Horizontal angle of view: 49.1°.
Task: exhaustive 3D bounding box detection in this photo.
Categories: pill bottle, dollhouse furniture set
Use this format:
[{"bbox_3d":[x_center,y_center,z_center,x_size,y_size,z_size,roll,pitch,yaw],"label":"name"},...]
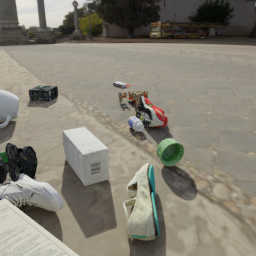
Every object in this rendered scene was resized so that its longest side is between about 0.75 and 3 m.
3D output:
[{"bbox_3d":[0.332,-0.147,11.444,0.460,0.460,0.821,-8,24,-19],"label":"pill bottle"},{"bbox_3d":[0.358,-1.534,14.858,1.501,0.773,1.485,-6,11,-15],"label":"dollhouse furniture set"}]

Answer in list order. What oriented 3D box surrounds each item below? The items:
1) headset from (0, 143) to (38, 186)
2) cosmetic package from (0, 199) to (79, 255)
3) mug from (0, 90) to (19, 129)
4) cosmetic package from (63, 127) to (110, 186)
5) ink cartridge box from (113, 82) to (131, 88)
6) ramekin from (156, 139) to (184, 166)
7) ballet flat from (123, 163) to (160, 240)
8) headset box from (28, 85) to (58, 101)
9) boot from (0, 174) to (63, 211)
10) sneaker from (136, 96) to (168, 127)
[{"bbox_3d":[-3.322,0.869,7.642,1.739,1.323,2.817,-12,12,-29],"label":"headset"},{"bbox_3d":[-1.905,2.271,4.638,2.335,1.019,1.207,19,30,38],"label":"cosmetic package"},{"bbox_3d":[-5.636,-0.754,11.972,1.729,1.456,1.972,4,50,-19],"label":"mug"},{"bbox_3d":[-1.304,0.775,8.395,0.806,1.023,1.901,-11,26,-25],"label":"cosmetic package"},{"bbox_3d":[-0.395,-2.950,18.801,0.839,0.211,0.967,-18,28,-36],"label":"ink cartridge box"},{"bbox_3d":[1.284,0.731,8.670,0.830,0.830,0.405,-9,29,-22],"label":"ramekin"},{"bbox_3d":[0.281,1.600,6.651,0.776,0.839,2.489,-8,21,6],"label":"ballet flat"},{"bbox_3d":[-4.793,-1.971,15.795,1.312,0.609,1.143,4,23,12],"label":"headset box"},{"bbox_3d":[-2.449,1.712,6.664,1.951,0.718,0.933,8,28,40],"label":"boot"},{"bbox_3d":[1.049,-0.638,12.417,1.071,0.972,2.524,10,23,-18],"label":"sneaker"}]
